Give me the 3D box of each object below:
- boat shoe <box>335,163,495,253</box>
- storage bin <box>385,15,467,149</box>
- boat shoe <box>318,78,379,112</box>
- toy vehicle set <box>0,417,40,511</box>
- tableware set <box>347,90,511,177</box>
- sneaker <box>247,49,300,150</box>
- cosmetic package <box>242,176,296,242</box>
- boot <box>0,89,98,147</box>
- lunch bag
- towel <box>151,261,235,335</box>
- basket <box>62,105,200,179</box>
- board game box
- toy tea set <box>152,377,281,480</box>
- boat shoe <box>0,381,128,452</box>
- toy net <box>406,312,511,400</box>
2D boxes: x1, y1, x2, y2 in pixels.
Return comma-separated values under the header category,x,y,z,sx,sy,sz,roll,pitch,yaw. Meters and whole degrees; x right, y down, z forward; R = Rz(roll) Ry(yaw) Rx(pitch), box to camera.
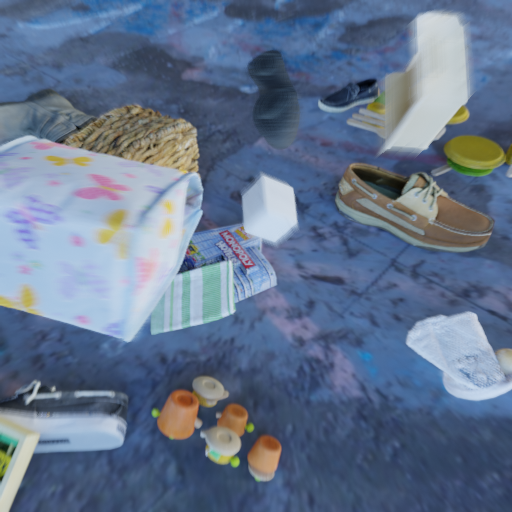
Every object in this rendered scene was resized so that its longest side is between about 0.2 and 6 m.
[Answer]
category,x,y,z,sx,sy,sz,roll,pitch,yaw
boat shoe,3.277,-1.081,11.801,3.340,1.234,1.264,18,47,17
storage bin,3.074,-3.169,10.392,0.844,1.800,1.787,4,74,-4
boat shoe,2.622,-4.562,15.790,1.970,0.613,0.735,-19,50,-17
toy vehicle set,-4.629,2.794,7.684,2.891,0.383,1.796,18,80,11
tableware set,4.762,-3.122,14.376,4.484,0.688,3.021,24,47,24
sneaker,0.465,-2.748,10.251,0.869,1.039,2.288,-17,54,19
cosmetic package,0.226,-0.817,9.822,0.672,0.676,0.808,19,50,-29
boot,-5.619,-3.176,14.183,1.937,1.004,2.965,35,55,23
lunch bag,-2.300,-0.463,7.719,2.621,1.965,3.090,14,28,2
towel,-1.176,0.738,10.294,1.599,0.187,1.220,-13,54,10
basket,-3.302,-1.444,11.084,2.886,2.765,3.874,23,49,20
board game box,-0.421,0.013,11.185,1.782,0.550,1.783,-23,49,-21
toy tea set,-0.606,2.740,8.502,2.042,0.756,1.214,35,25,34
boat shoe,-3.270,2.371,8.488,2.601,0.960,0.888,-2,48,-1
toy net,4.595,2.257,8.770,4.586,0.886,2.406,13,49,15
